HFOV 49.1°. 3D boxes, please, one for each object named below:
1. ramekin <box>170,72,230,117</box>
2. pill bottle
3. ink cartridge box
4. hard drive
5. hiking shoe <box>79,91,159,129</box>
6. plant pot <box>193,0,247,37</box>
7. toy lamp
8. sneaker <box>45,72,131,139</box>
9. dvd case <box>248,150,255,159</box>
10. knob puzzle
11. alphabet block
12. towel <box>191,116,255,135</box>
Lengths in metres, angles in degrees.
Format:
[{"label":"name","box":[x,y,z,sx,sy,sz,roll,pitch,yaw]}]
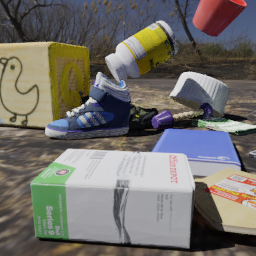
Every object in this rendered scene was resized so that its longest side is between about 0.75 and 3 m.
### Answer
[{"label":"ramekin","box":[2.733,-1.276,10.517,2.126,1.036,2.126,21,1,0]},{"label":"pill bottle","box":[0.408,-2.346,8.842,2.119,1.191,1.191,-32,17,-5]},{"label":"ink cartridge box","box":[-0.108,0.781,3.462,1.708,0.718,1.247,2,12,7]},{"label":"hard drive","box":[1.436,0.439,6.049,1.594,0.306,2.416,3,12,14]},{"label":"hiking shoe","box":[-0.243,-0.652,8.750,2.598,1.308,0.984,-3,12,-15]},{"label":"plant pot","box":[1.683,-2.223,5.350,0.833,0.737,0.833,17,43,-16]},{"label":"toy lamp","box":[1.717,-0.363,8.878,2.119,0.617,0.617,-12,16,-28]},{"label":"sneaker","box":[-1.080,-0.658,7.729,2.386,1.747,0.961,-3,12,-12]},{"label":"dvd case","box":[3.103,0.565,5.956,0.893,0.110,0.671,-9,15,-38]},{"label":"knob puzzle","box":[1.547,0.998,3.573,1.835,0.254,1.835,1,12,0]},{"label":"alphabet block","box":[-3.055,-1.506,9.676,2.727,2.664,2.678,3,14,18]},{"label":"towel","box":[3.120,-0.106,8.847,1.400,0.215,1.835,-7,14,-31]}]
